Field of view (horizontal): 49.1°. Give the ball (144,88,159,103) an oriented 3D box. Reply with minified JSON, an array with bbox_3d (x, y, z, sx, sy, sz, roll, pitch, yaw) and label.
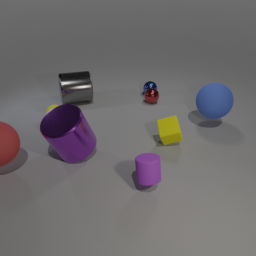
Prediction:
[{"bbox_3d":[1.103,-1.498,13.012,0.700,0.700,0.700,0,31,0],"label":"ball"}]

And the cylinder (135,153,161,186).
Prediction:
[{"bbox_3d":[0.568,1.143,7.827,0.700,0.700,0.700,-5,17,1],"label":"cylinder"}]

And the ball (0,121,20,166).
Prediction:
[{"bbox_3d":[-4.003,0.480,8.454,1.400,1.400,1.400,0,31,0],"label":"ball"}]

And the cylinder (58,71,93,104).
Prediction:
[{"bbox_3d":[-2.418,-1.862,12.899,1.400,1.400,1.400,-9,32,-15],"label":"cylinder"}]

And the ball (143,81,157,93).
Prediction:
[{"bbox_3d":[1.093,-1.957,13.787,0.700,0.700,0.700,0,31,0],"label":"ball"}]

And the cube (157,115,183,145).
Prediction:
[{"bbox_3d":[1.477,0.086,9.867,0.700,0.700,0.700,-14,59,13],"label":"cube"}]

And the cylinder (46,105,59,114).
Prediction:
[{"bbox_3d":[-2.863,-0.498,11.331,0.700,0.700,0.700,-19,36,-29],"label":"cylinder"}]

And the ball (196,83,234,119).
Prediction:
[{"bbox_3d":[3.347,-1.053,10.853,1.400,1.400,1.400,0,31,0],"label":"ball"}]

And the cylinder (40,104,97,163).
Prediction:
[{"bbox_3d":[-1.899,0.183,9.080,1.400,1.400,1.400,-10,49,11],"label":"cylinder"}]
